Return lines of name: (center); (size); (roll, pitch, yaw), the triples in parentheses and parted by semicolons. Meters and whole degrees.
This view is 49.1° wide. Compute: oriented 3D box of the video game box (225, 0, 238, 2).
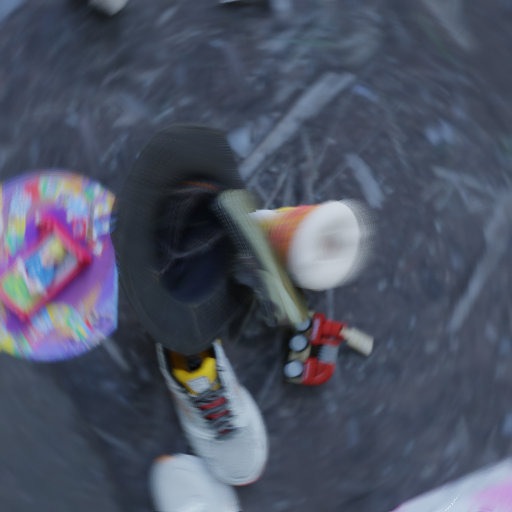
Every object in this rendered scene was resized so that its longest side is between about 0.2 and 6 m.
video game box: (-0.179, -5.173, 10.087); (0.968, 1.062, 0.249); (-9, 55, 5)

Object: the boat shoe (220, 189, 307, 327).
boat shoe: (0.001, 0.145, 8.512); (0.783, 0.852, 2.384); (-25, 113, 12)

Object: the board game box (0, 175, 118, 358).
board game box: (-3.783, 0.121, 9.786); (2.607, 0.643, 3.300); (1, 83, 0)

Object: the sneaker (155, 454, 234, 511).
sneaker: (-0.743, 4.675, 8.887); (1.169, 1.420, 3.088); (-27, 84, -4)

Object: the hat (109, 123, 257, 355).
hat: (-1.297, -0.253, 8.378); (1.368, 3.392, 3.392); (4, 83, 31)

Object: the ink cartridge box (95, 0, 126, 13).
ink cartridge box: (-2.975, -5.095, 10.278); (1.098, 0.804, 0.472); (31, 85, 3)

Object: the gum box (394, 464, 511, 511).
gum box: (3.637, 4.490, 9.230); (2.278, 0.753, 1.293); (-21, 83, -2)

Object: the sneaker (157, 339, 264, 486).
sneaker: (-0.886, 2.259, 9.197); (1.266, 1.336, 3.252); (-26, 85, -3)

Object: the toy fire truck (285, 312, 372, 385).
toy fire truck: (1.272, 1.639, 9.613); (1.360, 0.875, 1.197); (9, 83, 11)

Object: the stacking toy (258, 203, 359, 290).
stacking toy: (0.583, -0.332, 9.165); (1.896, 1.385, 1.385); (21, 82, 45)
